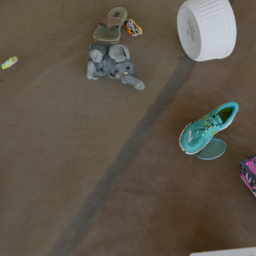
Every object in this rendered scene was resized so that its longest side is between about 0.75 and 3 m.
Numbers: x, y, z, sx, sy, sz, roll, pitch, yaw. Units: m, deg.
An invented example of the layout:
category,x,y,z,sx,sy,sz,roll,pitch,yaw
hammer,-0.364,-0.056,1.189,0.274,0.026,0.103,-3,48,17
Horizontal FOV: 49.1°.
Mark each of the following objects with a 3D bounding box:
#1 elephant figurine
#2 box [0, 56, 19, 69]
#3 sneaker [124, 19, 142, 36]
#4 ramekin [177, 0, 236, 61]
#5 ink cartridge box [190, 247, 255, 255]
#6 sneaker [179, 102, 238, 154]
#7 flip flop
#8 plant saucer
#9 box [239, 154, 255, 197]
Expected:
category,x,y,z,sx,sy,sz,roll,pitch,yaw
elephant figurine,-0.405,-2.132,9.582,1.922,1.491,1.360,5,8,-9
box,-4.184,-2.308,9.880,0.446,0.184,0.761,-33,16,10
sneaker,0.131,-4.148,11.578,0.408,0.414,1.057,-33,57,-13
ramekin,2.617,-3.473,9.821,1.123,2.412,2.412,-19,53,-6
ink cartridge box,1.989,3.364,5.257,1.391,0.816,1.900,-5,53,-4
sneaker,2.220,-0.080,7.724,2.001,0.797,0.775,-40,79,-12
flip flop,-0.679,-4.310,11.430,1.133,0.804,2.794,12,52,10
plant saucer,2.260,0.595,7.721,0.883,0.121,0.883,-17,29,10
box,3.422,1.288,6.720,0.886,0.769,1.340,-24,44,0
